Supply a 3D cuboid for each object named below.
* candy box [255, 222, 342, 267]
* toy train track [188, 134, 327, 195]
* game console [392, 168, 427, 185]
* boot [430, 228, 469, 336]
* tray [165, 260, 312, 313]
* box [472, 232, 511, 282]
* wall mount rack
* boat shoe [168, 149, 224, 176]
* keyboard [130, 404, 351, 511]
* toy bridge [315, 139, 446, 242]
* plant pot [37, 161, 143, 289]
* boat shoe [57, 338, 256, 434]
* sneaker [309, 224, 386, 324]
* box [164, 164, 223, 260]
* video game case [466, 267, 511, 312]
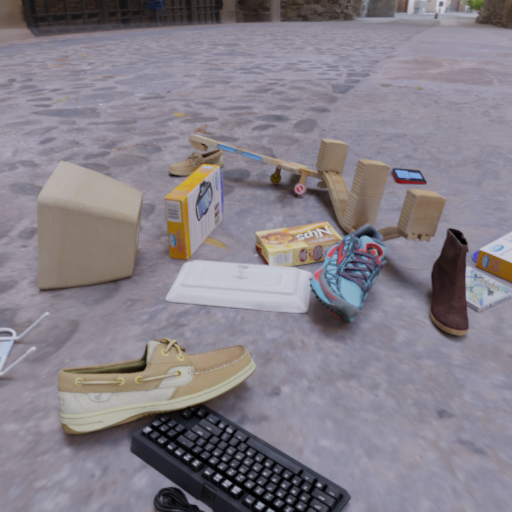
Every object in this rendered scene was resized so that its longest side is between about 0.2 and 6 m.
[{"bbox_3d":[0.895,-0.229,11.661,1.643,0.454,0.948,-8,30,-14],"label":"candy box"},{"bbox_3d":[0.106,-2.342,14.820,4.072,0.662,2.335,19,14,10],"label":"toy train track"},{"bbox_3d":[4.230,-2.214,15.528,0.829,0.146,0.938,1,30,3],"label":"game console"},{"bbox_3d":[3.354,0.418,9.575,0.588,1.352,1.625,4,29,1],"label":"boot"},{"bbox_3d":[-0.279,0.489,10.568,2.616,0.290,1.405,4,29,7],"label":"tray"},{"bbox_3d":[5.474,0.158,10.989,1.350,0.470,2.267,-22,38,-33],"label":"box"},{"bbox_3d":[-3.935,1.399,8.644,1.347,0.578,1.551,-3,30,-5],"label":"wall mount rack"},{"bbox_3d":[-1.726,-2.694,15.958,1.711,0.552,0.610,-18,34,-29],"label":"boat shoe"},{"bbox_3d":[-0.371,2.646,6.691,2.642,0.339,1.586,20,35,33],"label":"keyboard"},{"bbox_3d":[2.361,-1.272,12.240,0.660,1.631,4.851,4,22,-18],"label":"toy bridge"},{"bbox_3d":[-3.164,-0.548,10.960,1.707,1.929,1.926,6,28,-9],"label":"plant pot"},{"bbox_3d":[-1.329,1.596,7.617,2.703,0.897,1.000,-14,6,-19],"label":"boat shoe"},{"bbox_3d":[1.714,0.150,9.918,0.992,1.195,2.502,37,31,-8],"label":"sneaker"},{"bbox_3d":[-1.270,-1.050,12.195,0.480,1.377,2.313,7,29,14],"label":"box"},{"bbox_3d":[4.077,0.599,10.528,1.019,0.123,1.118,-17,33,-27],"label":"video game case"}]
